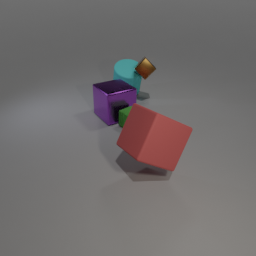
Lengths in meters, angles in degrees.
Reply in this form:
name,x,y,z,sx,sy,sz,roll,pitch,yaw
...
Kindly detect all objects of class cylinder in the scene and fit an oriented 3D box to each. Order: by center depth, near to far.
name,x,y,z,sx,sy,sz,roll,pitch,yaw
cylinder,-0.033,-2.441,13.916,1.400,1.400,1.400,4,52,-5

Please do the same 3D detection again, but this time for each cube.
name,x,y,z,sx,sy,sz,roll,pitch,yaw
cube,0.750,0.258,8.319,1.400,1.400,1.400,20,6,-32
cube,0.103,-0.381,11.434,0.700,0.700,0.700,-24,41,-35
cube,-0.581,-1.158,12.091,1.400,1.400,1.400,-17,34,-27
cube,0.770,-2.726,12.724,0.700,0.700,0.700,43,14,-14
